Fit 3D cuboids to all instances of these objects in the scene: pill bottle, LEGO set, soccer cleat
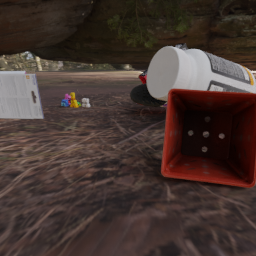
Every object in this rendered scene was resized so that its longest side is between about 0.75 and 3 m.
[{"bbox_3d":[2.062,-1.243,7.863,2.877,1.674,1.674,9,8,-31],"label":"pill bottle"},{"bbox_3d":[-2.198,-1.149,11.169,1.382,0.567,0.527,9,17,32],"label":"LEGO set"},{"bbox_3d":[1.436,-1.039,9.870,2.693,0.919,0.986,-2,-22,3],"label":"soccer cleat"}]

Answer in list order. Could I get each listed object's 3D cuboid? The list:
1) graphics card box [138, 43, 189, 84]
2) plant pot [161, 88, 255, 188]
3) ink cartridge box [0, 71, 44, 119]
[{"bbox_3d":[1.596,-2.075,10.708,2.131,1.337,0.542,-40,25,-11],"label":"graphics card box"},{"bbox_3d":[1.355,0.122,4.720,1.366,1.365,1.204,5,2,13],"label":"plant pot"},{"bbox_3d":[-3.398,-1.002,8.657,1.521,1.494,0.329,1,28,4],"label":"ink cartridge box"}]
